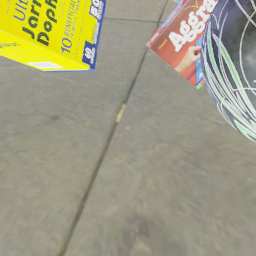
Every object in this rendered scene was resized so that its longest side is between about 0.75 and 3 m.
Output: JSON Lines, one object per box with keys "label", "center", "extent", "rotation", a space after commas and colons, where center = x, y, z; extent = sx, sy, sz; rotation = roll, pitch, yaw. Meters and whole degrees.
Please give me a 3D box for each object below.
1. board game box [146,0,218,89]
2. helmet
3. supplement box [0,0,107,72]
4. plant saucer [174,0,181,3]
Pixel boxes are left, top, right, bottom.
{"label": "board game box", "center": [1.853, -2.290, 5.364], "extent": [1.508, 2.930, 0.285], "rotation": [32, 19, -26]}
{"label": "helmet", "center": [2.299, -0.929, 3.936], "extent": [2.432, 2.551, 2.551], "rotation": [-11, 41, -17]}
{"label": "supplement box", "center": [-2.014, -2.235, 5.248], "extent": [1.620, 1.610, 2.959], "rotation": [7, -3, 36]}
{"label": "plant saucer", "center": [1.148, -4.004, 7.109], "extent": [2.378, 2.378, 0.326], "rotation": [40, 95, 38]}
